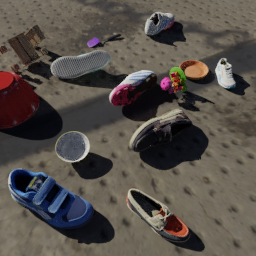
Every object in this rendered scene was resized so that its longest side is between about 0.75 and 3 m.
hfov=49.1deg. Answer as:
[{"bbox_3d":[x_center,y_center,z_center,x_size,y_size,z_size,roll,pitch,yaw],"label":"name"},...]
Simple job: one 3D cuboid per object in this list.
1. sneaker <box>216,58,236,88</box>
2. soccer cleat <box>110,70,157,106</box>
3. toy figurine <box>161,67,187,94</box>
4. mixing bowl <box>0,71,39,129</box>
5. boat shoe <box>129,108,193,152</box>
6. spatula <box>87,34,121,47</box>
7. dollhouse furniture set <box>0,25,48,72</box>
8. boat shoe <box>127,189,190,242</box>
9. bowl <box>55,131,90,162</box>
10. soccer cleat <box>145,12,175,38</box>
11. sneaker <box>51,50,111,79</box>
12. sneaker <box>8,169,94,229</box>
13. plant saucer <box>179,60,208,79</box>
[{"bbox_3d":[4.247,-2.356,12.179,0.622,0.657,1.627,-4,49,-6],"label":"sneaker"},{"bbox_3d":[0.091,-1.672,11.547,2.507,0.876,1.082,-31,42,-29],"label":"soccer cleat"},{"bbox_3d":[1.791,-1.765,11.378,1.010,1.097,0.824,-37,17,-30],"label":"toy figurine"},{"bbox_3d":[-4.835,-1.314,10.806,2.463,1.334,2.463,-1,48,1],"label":"mixing bowl"},{"bbox_3d":[1.211,0.143,9.772,2.603,0.936,0.844,-28,49,-30],"label":"boat shoe"},{"bbox_3d":[-1.202,-4.591,14.490,1.882,0.193,0.532,-21,51,-18],"label":"spatula"},{"bbox_3d":[-5.079,-3.491,13.033,1.178,1.379,2.660,-7,31,52],"label":"dollhouse furniture set"},{"bbox_3d":[0.831,2.431,7.895,2.058,0.644,0.732,30,53,23],"label":"boat shoe"},{"bbox_3d":[-1.832,0.726,9.432,1.124,0.527,1.124,1,61,-2],"label":"bowl"},{"bbox_3d":[1.793,-5.777,14.962,0.872,1.078,2.497,28,53,23],"label":"soccer cleat"},{"bbox_3d":[-2.032,-2.775,12.491,2.699,0.997,1.106,-8,7,11],"label":"sneaker"},{"bbox_3d":[-2.286,1.976,7.979,2.749,1.131,1.016,18,48,13],"label":"sneaker"},{"bbox_3d":[2.962,-2.607,12.682,1.303,0.244,1.303,0,49,0],"label":"plant saucer"}]
